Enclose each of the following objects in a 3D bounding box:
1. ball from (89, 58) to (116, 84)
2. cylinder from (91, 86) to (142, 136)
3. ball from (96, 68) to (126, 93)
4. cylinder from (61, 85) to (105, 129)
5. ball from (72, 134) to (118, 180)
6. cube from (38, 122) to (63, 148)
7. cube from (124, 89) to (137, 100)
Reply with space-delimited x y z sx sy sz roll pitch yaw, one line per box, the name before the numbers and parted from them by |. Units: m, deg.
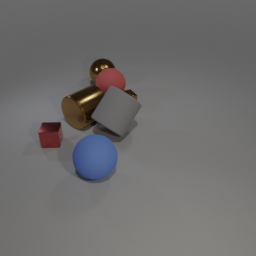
ball | -1.300 -2.888 14.495 1.400 1.400 1.400 0 34 0
cylinder | -0.430 -0.623 10.462 1.400 1.400 1.400 32 -1 1
ball | -0.805 -2.082 13.077 1.400 1.400 1.400 0 34 0
cylinder | -1.741 -0.867 11.422 1.400 1.400 1.400 24 40 32
ball | -1.020 0.898 8.718 1.400 1.400 1.400 0 34 0
cube | -2.849 0.255 10.372 0.700 0.700 0.700 -1 33 -2
cube | -0.045 -1.250 12.656 0.700 0.700 0.700 -15 36 -21
